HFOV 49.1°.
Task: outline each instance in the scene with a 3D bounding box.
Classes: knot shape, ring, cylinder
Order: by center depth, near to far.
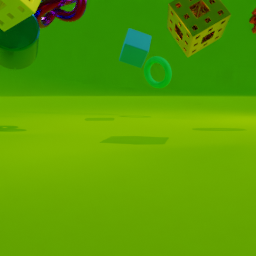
[{"bbox_3d":[-3.062,-2.398,7.479,1.297,1.297,1.297,-3,-9,-21],"label":"cylinder"},{"bbox_3d":[-2.115,-3.633,8.230,1.941,1.817,0.897,45,-2,42],"label":"knot shape"},{"bbox_3d":[1.328,-2.498,12.633,1.450,1.450,0.290,6,25,41],"label":"ring"}]

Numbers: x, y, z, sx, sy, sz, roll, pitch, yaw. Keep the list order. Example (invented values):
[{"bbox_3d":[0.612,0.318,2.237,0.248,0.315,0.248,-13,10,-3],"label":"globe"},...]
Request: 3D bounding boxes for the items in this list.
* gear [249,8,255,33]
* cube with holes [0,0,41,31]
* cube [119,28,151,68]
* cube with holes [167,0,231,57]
[{"bbox_3d":[4.228,-3.006,8.085,1.402,1.402,0.259,-1,-18,-10],"label":"gear"},{"bbox_3d":[-2.291,-2.730,5.193,1.093,1.093,1.093,-7,-31,38],"label":"cube with holes"},{"bbox_3d":[0.290,-3.203,11.290,0.965,0.965,0.965,17,-33,-8],"label":"cube"},{"bbox_3d":[1.524,-2.377,6.256,0.932,0.932,0.932,-31,-13,-1],"label":"cube with holes"}]
